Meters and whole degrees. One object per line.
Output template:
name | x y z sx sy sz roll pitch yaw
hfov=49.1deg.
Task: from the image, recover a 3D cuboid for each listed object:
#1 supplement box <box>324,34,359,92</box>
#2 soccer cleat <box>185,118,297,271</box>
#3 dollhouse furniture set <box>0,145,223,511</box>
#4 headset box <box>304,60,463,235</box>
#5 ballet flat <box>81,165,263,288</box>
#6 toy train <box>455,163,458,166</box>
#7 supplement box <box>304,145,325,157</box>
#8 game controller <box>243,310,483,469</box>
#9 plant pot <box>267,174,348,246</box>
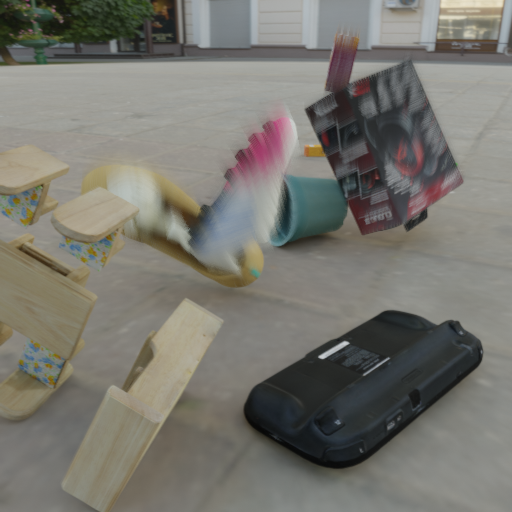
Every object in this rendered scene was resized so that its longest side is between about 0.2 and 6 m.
supplement box | 1.540 -3.480 10.153 0.414 0.966 0.533 11 24 1
soccer cleat | -0.020 -0.607 5.969 0.780 1.806 0.631 31 22 -21
dollhouse furniture set | -1.663 0.628 4.549 2.314 2.028 1.537 30 25 1
headset box | 2.116 -1.604 8.875 1.821 2.451 0.919 -31 8 -34
ballet flat | -1.128 -0.474 7.129 2.722 0.934 0.858 26 1 6
toy train | 4.135 -2.268 13.391 0.461 0.341 1.633 0 21 -26
supplement box | 1.665 -2.719 14.483 0.826 0.275 0.284 0 21 -1
game controller | 1.084 1.140 5.363 2.494 0.525 1.301 -20 16 -39
plant pot | 0.765 -0.774 8.954 1.137 1.161 1.161 -6 23 -29
